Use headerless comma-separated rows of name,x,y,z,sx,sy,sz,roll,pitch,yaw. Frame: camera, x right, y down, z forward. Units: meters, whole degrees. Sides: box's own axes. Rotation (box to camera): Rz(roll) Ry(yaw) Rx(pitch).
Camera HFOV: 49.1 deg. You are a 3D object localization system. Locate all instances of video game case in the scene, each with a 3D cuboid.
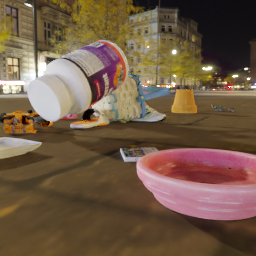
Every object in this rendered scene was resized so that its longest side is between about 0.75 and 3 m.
video game case,0.246,0.494,5.287,0.716,0.090,0.786,-1,9,-7

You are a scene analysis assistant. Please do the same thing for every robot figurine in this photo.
robot figurine,-3.015,-0.212,8.515,1.535,0.616,2.117,0,7,-1

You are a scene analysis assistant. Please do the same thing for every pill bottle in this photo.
pill bottle,-1.405,-1.406,8.273,1.638,1.638,2.939,6,33,36

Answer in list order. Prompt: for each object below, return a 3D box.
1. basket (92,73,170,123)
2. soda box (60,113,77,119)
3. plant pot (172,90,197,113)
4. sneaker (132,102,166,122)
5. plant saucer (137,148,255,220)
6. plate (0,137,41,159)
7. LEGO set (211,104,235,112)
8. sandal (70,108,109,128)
basket,-0.028,-1.264,11.061,2.685,1.868,2.368,-22,19,-26
soda box,-2.678,-0.559,12.119,0.940,0.329,0.298,-2,8,-15
plant pot,3.138,-1.502,15.561,1.380,1.264,1.380,0,7,0
sneaker,0.713,-0.668,11.158,1.709,0.799,0.602,5,9,36
plant saucer,0.937,0.600,3.261,1.669,0.423,1.669,1,8,0
plate,-2.615,0.407,5.433,1.341,0.217,1.344,4,9,34
LEGO set,5.501,-1.077,16.321,1.333,0.378,0.866,21,20,32
sandal,-1.263,-0.377,9.715,0.809,0.605,2.113,3,8,19
